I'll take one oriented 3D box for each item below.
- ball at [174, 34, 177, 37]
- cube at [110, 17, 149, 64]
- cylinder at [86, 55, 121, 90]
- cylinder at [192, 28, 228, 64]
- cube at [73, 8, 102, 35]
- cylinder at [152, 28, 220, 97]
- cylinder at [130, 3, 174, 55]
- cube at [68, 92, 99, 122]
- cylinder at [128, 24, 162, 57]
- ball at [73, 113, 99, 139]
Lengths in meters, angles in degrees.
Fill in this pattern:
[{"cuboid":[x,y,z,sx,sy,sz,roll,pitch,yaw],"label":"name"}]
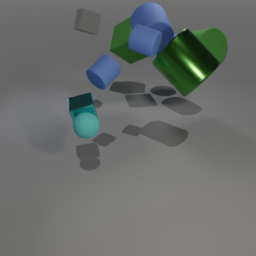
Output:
[{"cuboid":[2.088,-3.575,12.886,1.400,1.400,1.400,0,28,0],"label":"ball"},{"cuboid":[0.201,-4.072,13.042,1.400,1.400,1.400,23,-22,-38],"label":"cube"},{"cuboid":[-0.677,-1.546,7.762,0.700,0.700,0.700,24,64,37],"label":"cylinder"},{"cuboid":[2.772,-2.986,10.659,1.400,1.400,1.400,-14,16,-25],"label":"cylinder"},{"cuboid":[-1.430,-3.723,9.824,0.700,0.700,0.700,7,14,-29],"label":"cube"},{"cuboid":[1.669,-1.874,8.123,1.400,1.400,1.400,46,38,0],"label":"cylinder"},{"cuboid":[0.891,-3.733,10.585,1.400,1.400,1.400,-5,52,-9],"label":"cylinder"},{"cuboid":[-1.283,-0.486,8.043,0.700,0.700,0.700,-15,41,-4],"label":"cube"},{"cuboid":[0.473,-2.380,7.648,0.700,0.700,0.700,25,35,15],"label":"cylinder"},{"cuboid":[-1.115,-0.062,7.472,0.700,0.700,0.700,0,28,0],"label":"ball"}]
